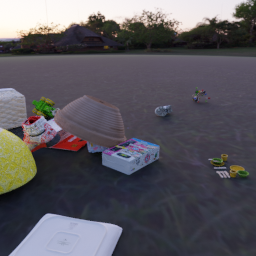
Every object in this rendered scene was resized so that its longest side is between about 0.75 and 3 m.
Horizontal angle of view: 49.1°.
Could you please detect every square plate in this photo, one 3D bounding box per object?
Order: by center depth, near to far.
[{"bbox_3d":[-1.033,1.890,4.451,1.560,0.222,1.546,5,20,14],"label":"square plate"}]

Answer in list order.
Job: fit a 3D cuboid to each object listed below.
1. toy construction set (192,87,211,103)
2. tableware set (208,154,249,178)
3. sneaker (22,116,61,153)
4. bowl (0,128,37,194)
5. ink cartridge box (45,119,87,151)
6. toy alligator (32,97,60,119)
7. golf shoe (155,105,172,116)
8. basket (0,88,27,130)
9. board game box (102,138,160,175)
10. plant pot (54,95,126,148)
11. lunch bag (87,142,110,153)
[{"bbox_3d":[3.739,-1.630,14.505,0.879,0.733,0.676,19,4,-8],"label":"toy construction set"},{"bbox_3d":[2.607,0.969,7.272,0.762,0.174,1.131,0,18,-1],"label":"tableware set"},{"bbox_3d":[-2.566,0.161,7.497,1.607,0.861,0.537,-15,28,38],"label":"sneaker"},{"bbox_3d":[-3.401,0.512,6.295,2.477,1.333,2.477,0,12,0],"label":"bowl"},{"bbox_3d":[-2.062,0.127,9.362,1.805,0.453,2.080,4,19,18],"label":"ink cartridge box"},{"bbox_3d":[-3.211,-0.694,11.506,2.598,0.770,0.705,21,-14,48],"label":"toy alligator"},{"bbox_3d":[1.435,-0.716,12.125,0.547,0.441,1.126,-6,4,43],"label":"golf shoe"},{"bbox_3d":[-4.820,-0.628,10.251,1.210,1.330,1.962,19,26,39],"label":"basket"},{"bbox_3d":[0.093,0.734,7.602,0.966,0.421,1.310,15,23,37],"label":"board game box"},{"bbox_3d":[-0.981,-0.313,8.427,2.263,1.044,2.263,22,8,-3],"label":"plant pot"},{"bbox_3d":[-0.874,0.413,8.354,0.699,0.524,0.824,-6,42,-13],"label":"lunch bag"}]
